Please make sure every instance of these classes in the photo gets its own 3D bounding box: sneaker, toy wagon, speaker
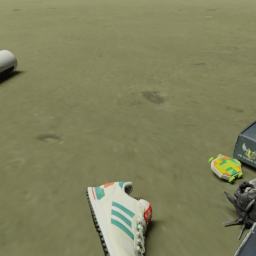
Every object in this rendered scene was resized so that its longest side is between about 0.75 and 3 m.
[{"bbox_3d":[0.022,1.553,4.377,0.989,0.745,2.115,-16,32,-14],"label":"sneaker"},{"bbox_3d":[2.155,0.816,6.008,0.826,0.163,0.641,-15,47,-33],"label":"toy wagon"},{"bbox_3d":[-5.084,-2.151,10.273,0.871,0.871,2.145,9,32,14],"label":"speaker"}]

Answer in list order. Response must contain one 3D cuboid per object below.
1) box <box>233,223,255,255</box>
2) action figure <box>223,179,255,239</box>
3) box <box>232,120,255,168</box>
[{"bbox_3d":[1.218,2.108,2.702,0.964,1.565,1.552,24,39,35],"label":"box"},{"bbox_3d":[2.456,1.106,4.773,0.936,1.834,1.090,28,13,-42],"label":"action figure"},{"bbox_3d":[4.013,0.543,5.984,2.147,0.695,2.723,-25,40,-38],"label":"box"}]
